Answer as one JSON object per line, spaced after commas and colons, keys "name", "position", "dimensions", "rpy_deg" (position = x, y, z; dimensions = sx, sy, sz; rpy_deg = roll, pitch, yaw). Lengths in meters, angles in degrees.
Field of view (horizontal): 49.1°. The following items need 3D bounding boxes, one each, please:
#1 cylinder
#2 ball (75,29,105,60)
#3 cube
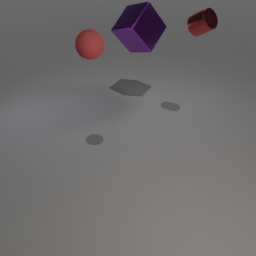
{"name": "cylinder", "position": [2.405, -3.412, 9.054], "dimensions": [0.700, 0.700, 0.700], "rpy_deg": [-26, 10, -34]}
{"name": "ball", "position": [-0.902, -1.977, 6.659], "dimensions": [0.700, 0.700, 0.700], "rpy_deg": [0, 33, 0]}
{"name": "cube", "position": [0.454, -4.132, 11.645], "dimensions": [1.400, 1.400, 1.400], "rpy_deg": [18, 73, 49]}
